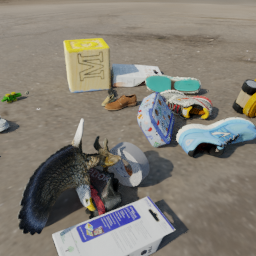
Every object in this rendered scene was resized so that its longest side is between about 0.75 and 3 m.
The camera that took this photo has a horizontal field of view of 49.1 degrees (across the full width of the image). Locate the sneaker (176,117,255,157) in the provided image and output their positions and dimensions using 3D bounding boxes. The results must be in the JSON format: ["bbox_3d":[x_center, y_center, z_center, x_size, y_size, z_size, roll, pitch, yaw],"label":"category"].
[{"bbox_3d":[3.220,0.505,9.868,2.847,1.116,1.280,-10,45,-3],"label":"sneaker"}]

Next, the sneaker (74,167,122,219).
[{"bbox_3d":[-0.930,1.562,8.042,1.159,0.839,2.373,-16,37,-23],"label":"sneaker"}]

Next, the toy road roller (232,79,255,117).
[{"bbox_3d":[5.916,-1.194,12.165,2.354,1.447,1.719,-19,51,-28],"label":"toy road roller"}]

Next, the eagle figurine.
[{"bbox_3d":[-1.575,1.280,6.985,2.809,2.131,2.120,-23,38,-23],"label":"eagle figurine"}]

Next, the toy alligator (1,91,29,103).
[{"bbox_3d":[-5.539,-1.569,13.644,0.387,0.423,1.425,26,39,36],"label":"toy alligator"}]

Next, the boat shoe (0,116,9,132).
[{"bbox_3d":[-5.777,-0.331,11.321,2.164,0.694,0.797,15,34,23],"label":"boat shoe"}]

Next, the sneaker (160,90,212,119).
[{"bbox_3d":[2.335,-0.975,12.107,2.583,1.005,1.061,7,33,12],"label":"sneaker"}]

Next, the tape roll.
[{"bbox_3d":[-0.032,1.091,8.355,1.314,1.314,0.434,20,36,30],"label":"tape roll"}]

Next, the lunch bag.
[{"bbox_3d":[1.130,-0.332,10.518,0.776,1.647,2.055,-23,23,30],"label":"lunch bag"}]

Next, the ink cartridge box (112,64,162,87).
[{"bbox_3d":[0.477,-2.979,15.945,2.773,0.695,2.249,4,30,-7],"label":"ink cartridge box"}]

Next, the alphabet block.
[{"bbox_3d":[-2.168,-3.363,14.865,2.188,2.228,2.176,-8,33,-14],"label":"alphabet block"}]

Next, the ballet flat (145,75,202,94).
[{"bbox_3d":[2.286,-2.138,14.367,2.848,1.022,1.022,7,32,6],"label":"ballet flat"}]

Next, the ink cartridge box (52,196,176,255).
[{"bbox_3d":[-0.314,2.613,6.621,2.636,0.517,1.311,-16,34,-22],"label":"ink cartridge box"}]

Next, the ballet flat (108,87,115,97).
[{"bbox_3d":[-0.840,-1.802,14.283,0.271,0.318,0.956,37,18,-27],"label":"ballet flat"}]

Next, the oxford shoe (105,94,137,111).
[{"bbox_3d":[-0.343,-1.220,12.928,1.626,0.580,0.580,-18,36,-21],"label":"oxford shoe"}]

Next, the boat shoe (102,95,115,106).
[{"bbox_3d":[-0.957,-1.341,13.343,0.326,0.347,0.910,15,34,24],"label":"boat shoe"}]
